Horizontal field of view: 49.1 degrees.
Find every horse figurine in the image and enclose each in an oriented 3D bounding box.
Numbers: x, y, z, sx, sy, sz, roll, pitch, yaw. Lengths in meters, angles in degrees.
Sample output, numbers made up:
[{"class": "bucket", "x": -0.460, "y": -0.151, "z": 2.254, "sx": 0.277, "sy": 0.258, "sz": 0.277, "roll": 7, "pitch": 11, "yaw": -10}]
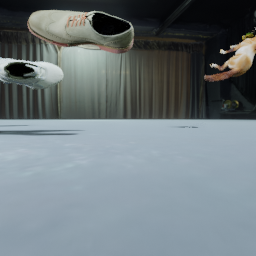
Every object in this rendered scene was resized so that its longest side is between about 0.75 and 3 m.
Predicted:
[{"class": "horse figurine", "x": 3.160, "y": -2.050, "z": 8.120, "sx": 0.564, "sy": 2.259, "sz": 1.497, "roll": 47, "pitch": -21, "yaw": -24}]

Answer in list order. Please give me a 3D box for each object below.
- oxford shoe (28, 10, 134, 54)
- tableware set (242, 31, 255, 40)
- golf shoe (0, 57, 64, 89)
[{"class": "oxford shoe", "x": -0.712, "y": -1.597, "z": 4.284, "sx": 1.666, "sy": 0.590, "sz": 0.615, "roll": 5, "pitch": -11, "yaw": -5}, {"class": "tableware set", "x": 3.978, "y": -2.878, "z": 8.726, "sx": 0.773, "sy": 0.119, "sz": 0.521, "roll": -1, "pitch": -5, "yaw": 20}, {"class": "golf shoe", "x": -3.172, "y": -1.782, "z": 9.370, "sx": 2.586, "sy": 1.013, "sz": 1.257, "roll": -6, "pitch": 13, "yaw": -43}]
